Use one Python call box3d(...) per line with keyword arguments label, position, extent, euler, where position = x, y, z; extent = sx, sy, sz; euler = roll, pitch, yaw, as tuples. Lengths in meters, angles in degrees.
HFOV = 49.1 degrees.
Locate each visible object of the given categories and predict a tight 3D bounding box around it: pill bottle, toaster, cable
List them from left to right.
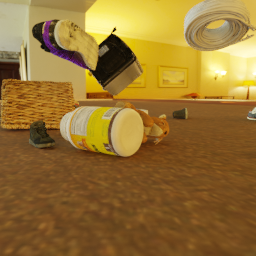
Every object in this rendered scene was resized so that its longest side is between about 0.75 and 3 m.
box3d(label="pill bottle", position=(-0.710, 0.036, 6.844), extent=(2.018, 1.102, 1.102), euler=(6, 9, 37))
box3d(label="toaster", position=(-0.690, -3.165, 13.660), extent=(2.244, 2.482, 1.473), euler=(52, 5, 27))
box3d(label="cable", position=(2.809, -3.284, 8.955), extent=(2.045, 0.708, 2.045), euler=(-18, -28, 37))

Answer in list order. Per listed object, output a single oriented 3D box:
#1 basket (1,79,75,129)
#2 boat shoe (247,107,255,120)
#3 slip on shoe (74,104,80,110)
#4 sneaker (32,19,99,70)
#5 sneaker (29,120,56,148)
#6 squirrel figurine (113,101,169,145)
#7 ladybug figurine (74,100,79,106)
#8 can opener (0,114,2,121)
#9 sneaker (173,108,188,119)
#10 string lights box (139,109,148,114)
box3d(label="basket", position=(-3.698, -0.603, 11.568), extent=(2.838, 2.114, 2.025), euler=(-1, -21, -23))
box3d(label="boat shoe", position=(6.638, -0.748, 13.832), extent=(0.922, 0.810, 2.590), euler=(-1, 6, 4))
box3d(label="slip on shoe", position=(-2.714, -0.869, 14.823), extent=(2.536, 0.768, 0.964), euler=(-4, 8, -25))
box3d(label="sneaker", position=(-2.020, -2.727, 9.183), extent=(1.446, 1.011, 2.908), euler=(8, -5, 18))
box3d(label="sneaker", position=(-2.344, 0.164, 7.549), extent=(0.458, 0.686, 1.198), euler=(-8, 13, -36))
box3d(label="squirrel figurine", position=(0.297, -0.134, 8.056), extent=(1.627, 1.234, 1.743), euler=(4, 8, -23))
box3d(label="ladybug figurine", position=(-3.827, -1.246, 16.821), extent=(2.048, 0.737, 1.390), euler=(-2, -20, -38))
box3d(label="can opener", position=(-5.969, -0.546, 13.838), extent=(0.315, 0.395, 1.182), euler=(2, 8, 14))
box3d(label="sneaker", position=(2.815, -0.819, 15.271), extent=(0.769, 0.541, 1.447), euler=(3, 9, 7))
box3d(label="string lights box", position=(-0.060, -0.536, 12.621), extent=(1.203, 0.690, 2.341), euler=(-2, 8, -16))
